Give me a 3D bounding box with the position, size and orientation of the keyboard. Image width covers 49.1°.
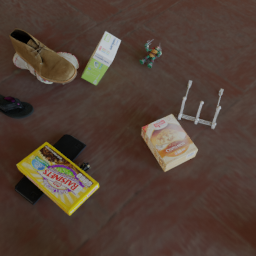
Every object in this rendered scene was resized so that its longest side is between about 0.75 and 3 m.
[{"bbox_3d":[-2.279,1.436,9.228,1.639,0.266,2.579,30,64,21],"label":"keyboard"}]

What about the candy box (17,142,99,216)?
[{"bbox_3d":[-2.210,1.496,8.750,2.448,0.323,1.251,33,58,23],"label":"candy box"}]

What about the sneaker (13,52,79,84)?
[{"bbox_3d":[-3.372,-2.441,11.124,2.654,1.080,1.171,8,58,7],"label":"sneaker"}]

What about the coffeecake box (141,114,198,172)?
[{"bbox_3d":[1.384,0.480,9.606,1.240,0.590,1.615,-24,61,-14],"label":"coffeecake box"}]

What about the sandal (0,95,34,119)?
[{"bbox_3d":[-4.541,-0.890,10.508,2.051,0.491,0.771,17,60,10],"label":"sandal"}]

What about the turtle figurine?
[{"bbox_3d":[1.049,-3.142,11.841,0.906,0.609,1.211,25,77,32],"label":"turtle figurine"}]

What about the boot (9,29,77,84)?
[{"bbox_3d":[-3.128,-2.570,10.042,2.914,1.099,1.073,32,75,16],"label":"boot"}]

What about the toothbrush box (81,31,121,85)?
[{"bbox_3d":[-1.052,-2.643,10.794,0.717,1.666,1.213,28,55,-16],"label":"toothbrush box"}]

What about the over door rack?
[{"bbox_3d":[2.757,-0.989,10.501,1.399,0.631,1.893,17,60,9],"label":"over door rack"}]
